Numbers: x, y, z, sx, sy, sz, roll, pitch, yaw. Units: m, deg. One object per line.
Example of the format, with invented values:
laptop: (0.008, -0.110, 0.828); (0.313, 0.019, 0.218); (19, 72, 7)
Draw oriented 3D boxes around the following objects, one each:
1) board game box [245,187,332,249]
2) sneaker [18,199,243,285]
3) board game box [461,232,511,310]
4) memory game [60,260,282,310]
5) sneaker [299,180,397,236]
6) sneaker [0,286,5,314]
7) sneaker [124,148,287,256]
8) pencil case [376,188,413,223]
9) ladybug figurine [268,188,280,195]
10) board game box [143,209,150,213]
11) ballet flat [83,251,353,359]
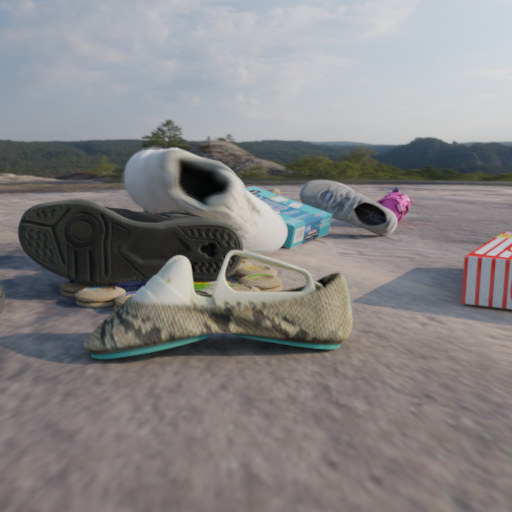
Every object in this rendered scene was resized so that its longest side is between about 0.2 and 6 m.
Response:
board game box: (0.319, -0.898, 12.377); (2.184, 0.512, 1.649); (23, 25, 29)
sneaker: (-1.727, -0.170, 7.913); (2.898, 1.108, 1.660); (2, 1, -11)
board game box: (4.153, 0.206, 7.452); (2.119, 0.648, 2.797); (6, 12, 32)
memory game: (-1.170, 0.338, 8.045); (3.135, 0.200, 3.135); (0, 10, 0)
sneaker: (2.155, -1.216, 13.013); (2.401, 0.897, 0.984); (19, 0, 10)
sneaker: (-3.347, 0.340, 5.081); (0.888, 1.209, 2.673); (4, 11, 19)
sneaker: (-0.568, -0.811, 9.430); (3.176, 1.237, 1.578); (23, -15, -32)
pencil case: (3.797, -1.336, 15.565); (0.956, 0.926, 2.040); (-10, 9, 22)
ladybug figurine: (0.399, -1.521, 14.653); (0.227, 0.632, 0.429); (42, 44, 23)
board game box: (-0.750, -1.130, 15.588); (2.548, 0.571, 4.863); (-12, 15, -42)
ballet flat: (-0.337, 0.425, 5.331); (2.538, 0.956, 0.861); (-1, 6, -6)
